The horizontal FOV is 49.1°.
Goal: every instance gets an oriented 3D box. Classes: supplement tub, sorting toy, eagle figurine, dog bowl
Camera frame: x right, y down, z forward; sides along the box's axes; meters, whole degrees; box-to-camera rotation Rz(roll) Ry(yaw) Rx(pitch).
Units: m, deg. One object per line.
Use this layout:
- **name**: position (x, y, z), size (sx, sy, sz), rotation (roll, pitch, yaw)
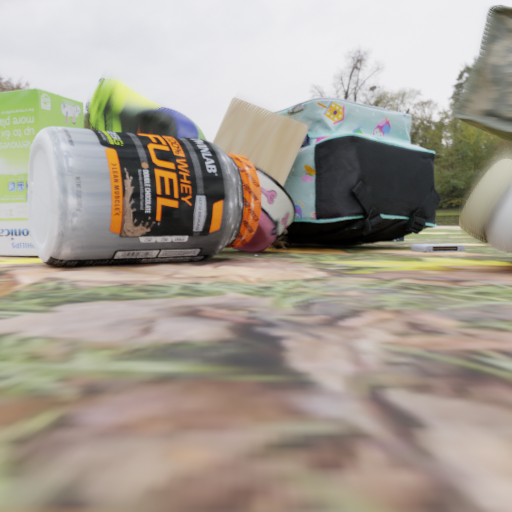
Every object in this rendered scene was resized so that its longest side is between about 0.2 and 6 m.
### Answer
- **supplement tub**: position (-1.403, -0.730, 7.248), size (2.719, 1.665, 1.665), rotation (-3, 5, -33)
- **sorting toy**: position (-0.017, -1.771, 9.625), size (1.396, 1.404, 0.489), rotation (23, -4, 8)
- **eagle figurine**: position (0.358, -0.304, 10.536), size (0.488, 0.491, 0.647), rotation (-17, 9, -1)
- **dog bowl**: position (-0.370, -0.786, 9.344), size (1.956, 0.721, 1.956), rotation (22, -24, 11)

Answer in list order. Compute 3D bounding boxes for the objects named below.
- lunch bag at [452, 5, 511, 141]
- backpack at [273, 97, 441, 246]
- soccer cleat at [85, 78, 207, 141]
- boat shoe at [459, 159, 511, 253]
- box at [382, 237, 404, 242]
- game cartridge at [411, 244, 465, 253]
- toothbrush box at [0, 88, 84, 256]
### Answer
- **lunch bag**: position (4.105, -1.806, 6.527), size (2.686, 1.579, 2.203), rotation (27, 23, 34)
- **backpack**: position (1.304, -1.571, 11.463), size (3.338, 2.911, 3.797), rotation (-4, -4, -39)
- **soccer cleat**: position (-1.829, -2.139, 9.130), size (1.166, 0.901, 2.788), rotation (15, 15, -48)
- **boat shoe**: position (3.634, -0.425, 6.670), size (3.418, 1.278, 1.169), rotation (-12, 42, -46)
- **box**: position (3.260, -0.918, 14.377), size (1.011, 1.110, 0.578), rotation (-2, 4, -33)
- **game cartridge**: position (3.185, -0.132, 9.882), size (0.801, 0.162, 0.534), rotation (-1, 0, -15)
- **toothbrush box**: position (-3.762, -1.248, 8.918), size (1.802, 2.475, 1.065), rotation (2, 4, 23)
